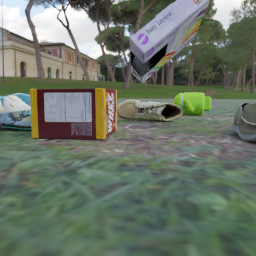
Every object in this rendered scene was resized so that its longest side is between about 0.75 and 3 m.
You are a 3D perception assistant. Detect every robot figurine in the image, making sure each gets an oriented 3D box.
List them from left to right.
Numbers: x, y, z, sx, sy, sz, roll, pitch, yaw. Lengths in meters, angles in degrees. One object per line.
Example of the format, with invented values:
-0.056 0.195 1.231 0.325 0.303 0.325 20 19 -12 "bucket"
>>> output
2.660 -1.023 11.831 1.632 0.944 1.432 2 5 16 "robot figurine"

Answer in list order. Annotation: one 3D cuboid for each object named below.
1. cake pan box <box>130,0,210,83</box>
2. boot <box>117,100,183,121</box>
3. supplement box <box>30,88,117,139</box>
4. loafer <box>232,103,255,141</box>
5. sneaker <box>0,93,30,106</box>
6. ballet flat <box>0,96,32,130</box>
1.058 -2.535 8.055 2.456 0.643 2.262 -40 -11 -7 "cake pan box"
0.666 -0.566 9.254 1.895 0.683 1.465 -1 8 -23 "boot"
-1.092 -0.357 6.141 1.493 0.991 1.472 1 7 8 "supplement box"
2.606 -0.179 5.682 0.813 0.753 2.162 0 7 3 "loafer"
-4.817 -0.975 11.509 2.360 0.939 1.541 -2 9 -21 "sneaker"
-3.238 -0.428 7.191 2.647 0.983 0.983 2 7 13 "ballet flat"
